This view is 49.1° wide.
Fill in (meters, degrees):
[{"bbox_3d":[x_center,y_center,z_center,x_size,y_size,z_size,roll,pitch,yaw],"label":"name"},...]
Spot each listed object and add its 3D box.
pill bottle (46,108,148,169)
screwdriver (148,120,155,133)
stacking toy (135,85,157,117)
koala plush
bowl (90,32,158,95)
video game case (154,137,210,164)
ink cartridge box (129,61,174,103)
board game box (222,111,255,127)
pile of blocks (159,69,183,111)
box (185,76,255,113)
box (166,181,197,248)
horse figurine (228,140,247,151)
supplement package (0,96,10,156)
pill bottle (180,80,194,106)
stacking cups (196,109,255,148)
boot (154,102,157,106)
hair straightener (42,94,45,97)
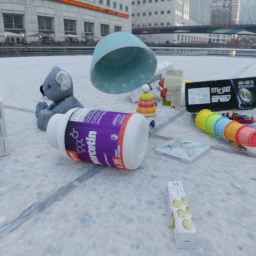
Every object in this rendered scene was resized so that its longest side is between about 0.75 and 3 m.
[{"bbox_3d":[-0.933,0.259,8.482,2.896,1.628,1.628,6,20,19],"label":"pill bottle"},{"bbox_3d":[0.915,0.019,11.432,0.239,0.249,1.715,4,23,12],"label":"screwdriver"},{"bbox_3d":[0.885,-1.350,13.418,1.076,1.473,1.076,1,18,0],"label":"stacking toy"},{"bbox_3d":[-2.919,-1.416,12.101,2.239,2.437,2.161,-6,19,-20],"label":"koala plush"},{"bbox_3d":[-0.271,-2.332,9.543,2.321,2.321,1.214,-7,60,-19],"label":"bowl"},{"bbox_3d":[1.838,0.715,9.405,1.329,0.160,1.458,15,24,37],"label":"video game case"},{"bbox_3d":[1.278,-2.773,16.466,2.846,1.196,2.077,-24,19,3],"label":"ink cartridge box"},{"bbox_3d":[5.062,-0.470,12.545,1.939,0.378,1.532,-8,20,-20],"label":"board game box"},{"bbox_3d":[1.439,-1.286,9.674,0.818,1.081,2.632,5,27,10],"label":"pile of blocks"},{"bbox_3d":[4.068,-1.367,12.347,2.874,1.238,2.354,-2,0,17],"label":"box"},{"bbox_3d":[1.100,1.770,6.005,0.391,0.365,1.886,1,19,2],"label":"box"},{"bbox_3d":[3.915,0.541,9.842,0.551,0.207,0.831,0,20,4],"label":"horse figurine"},{"bbox_3d":[-4.595,-0.180,9.094,1.045,1.884,1.467,-11,29,-28],"label":"supplement package"},{"bbox_3d":[3.038,-1.934,15.476,1.236,1.236,2.207,10,21,27],"label":"pill bottle"},{"bbox_3d":[3.625,0.051,10.170,0.868,0.868,2.868,-7,19,-20],"label":"stacking cups"},{"bbox_3d":[1.109,-1.305,15.109,0.886,0.321,0.639,17,24,21],"label":"boot"},{"bbox_3d":[-4.112,-1.886,16.658,2.807,0.574,1.080,10,20,39],"label":"hair straightener"}]
